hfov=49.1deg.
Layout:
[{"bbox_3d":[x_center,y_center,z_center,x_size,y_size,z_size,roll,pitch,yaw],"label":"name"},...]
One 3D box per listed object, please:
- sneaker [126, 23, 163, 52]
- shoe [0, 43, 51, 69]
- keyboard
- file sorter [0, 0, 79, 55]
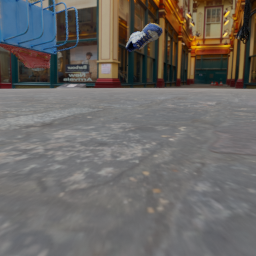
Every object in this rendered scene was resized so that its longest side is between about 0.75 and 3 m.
[{"bbox_3d":[0.455,-2.525,8.053,0.508,0.595,1.349,39,-22,-24],"label":"sneaker"},{"bbox_3d":[-3.295,-2.309,8.593,1.827,0.831,0.653,5,23,-10],"label":"shoe"},{"bbox_3d":[3.003,-2.434,5.860,1.291,2.031,0.209,8,4,24],"label":"keyboard"},{"bbox_3d":[-1.604,-1.945,5.171,0.771,0.872,1.257,-1,2,33],"label":"file sorter"}]
